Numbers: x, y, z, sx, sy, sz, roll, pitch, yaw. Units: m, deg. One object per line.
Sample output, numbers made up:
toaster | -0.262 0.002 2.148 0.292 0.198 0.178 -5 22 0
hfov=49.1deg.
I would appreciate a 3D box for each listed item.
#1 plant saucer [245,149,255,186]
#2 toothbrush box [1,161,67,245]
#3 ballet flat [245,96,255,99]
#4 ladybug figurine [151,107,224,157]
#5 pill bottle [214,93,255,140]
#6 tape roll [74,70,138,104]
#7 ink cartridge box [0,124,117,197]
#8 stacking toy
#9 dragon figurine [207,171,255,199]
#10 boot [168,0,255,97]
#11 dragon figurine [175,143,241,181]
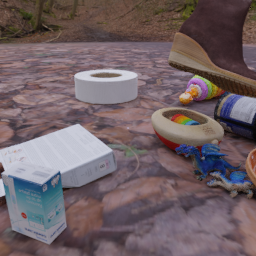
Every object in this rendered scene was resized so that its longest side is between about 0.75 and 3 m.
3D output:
plant saucer | 3.166 0.990 5.237 1.891 0.305 1.891 5 31 -3
toothbrush box | -1.406 1.117 4.254 0.770 1.052 0.448 10 25 23
ballet flat | 4.472 -0.702 9.771 2.052 0.725 0.725 9 23 24
ladybug figurine | 1.473 0.109 7.220 1.562 0.828 2.301 -8 22 -19
pill bottle | 3.500 -0.252 7.792 1.109 1.109 1.983 -15 26 -34
tape roll | -0.932 -1.859 12.230 2.757 0.964 2.757 0 21 0
ink cartridge box | -1.748 0.765 6.110 2.410 0.688 1.959 -25 30 -23
stacking toy | 3.010 -1.664 11.575 2.734 1.500 1.587 -31 38 -34
dragon figurine | 2.155 1.061 5.398 1.178 0.347 0.586 -1 21 1
boot | 2.166 -1.851 5.854 2.334 1.942 0.845 28 -2 21
dragon figurine | 1.791 0.636 5.894 1.588 0.790 0.467 -2 21 -8
